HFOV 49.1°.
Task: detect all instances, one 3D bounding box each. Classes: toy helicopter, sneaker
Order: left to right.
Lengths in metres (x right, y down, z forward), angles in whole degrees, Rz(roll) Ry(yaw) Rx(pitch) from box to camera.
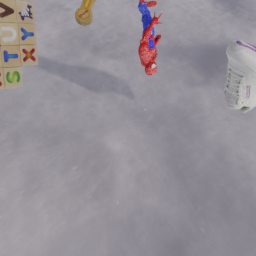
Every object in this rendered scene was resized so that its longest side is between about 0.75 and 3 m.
[{"bbox_3d":[-0.640,-2.633,5.481,0.968,0.577,1.463,15,75,-4],"label":"toy helicopter"},{"bbox_3d":[2.571,-0.984,6.113,1.173,2.355,0.882,-49,52,10],"label":"sneaker"}]

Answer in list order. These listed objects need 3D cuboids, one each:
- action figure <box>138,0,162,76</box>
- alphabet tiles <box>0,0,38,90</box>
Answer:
[{"bbox_3d":[0.440,-1.927,5.631,0.520,0.658,2.011,0,68,9],"label":"action figure"},{"bbox_3d":[-2.817,-1.757,5.180,0.084,2.208,2.654,14,22,33],"label":"alphabet tiles"}]
